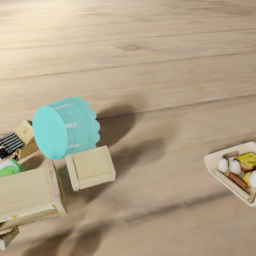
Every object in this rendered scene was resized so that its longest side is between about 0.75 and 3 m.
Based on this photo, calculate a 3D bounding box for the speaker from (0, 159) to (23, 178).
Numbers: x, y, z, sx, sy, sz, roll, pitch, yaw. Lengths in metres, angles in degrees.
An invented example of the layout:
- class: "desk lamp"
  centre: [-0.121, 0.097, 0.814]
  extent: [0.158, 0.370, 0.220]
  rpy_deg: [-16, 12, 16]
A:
- class: "speaker"
  centre: [-3.126, 1.266, 6.566]
  extent: [0.558, 0.558, 1.262]
  rpy_deg: [19, 39, 26]

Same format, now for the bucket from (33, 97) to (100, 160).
- class: "bucket"
  centre: [-1.587, 0.028, 7.057]
  extent: [1.572, 1.572, 1.023]
  rpy_deg: [26, 26, 32]

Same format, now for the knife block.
- class: "knife block"
  centre: [-2.932, 0.487, 7.687]
  extent: [0.530, 1.455, 1.658]
  rpy_deg: [43, 4, 10]

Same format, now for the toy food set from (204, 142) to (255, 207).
- class: "toy food set"
  centre: [2.960, 0.912, 6.508]
  extent: [1.511, 0.636, 2.105]
  rpy_deg: [-16, 21, -10]

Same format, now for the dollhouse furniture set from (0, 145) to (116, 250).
- class: "dollhouse furniture set"
  centre: [-1.336, 1.897, 5.066]
  extent: [2.575, 1.432, 2.278]
  rpy_deg: [-13, 65, -12]
